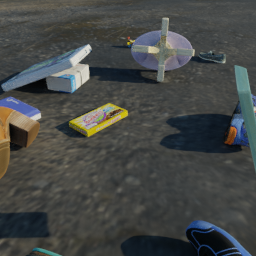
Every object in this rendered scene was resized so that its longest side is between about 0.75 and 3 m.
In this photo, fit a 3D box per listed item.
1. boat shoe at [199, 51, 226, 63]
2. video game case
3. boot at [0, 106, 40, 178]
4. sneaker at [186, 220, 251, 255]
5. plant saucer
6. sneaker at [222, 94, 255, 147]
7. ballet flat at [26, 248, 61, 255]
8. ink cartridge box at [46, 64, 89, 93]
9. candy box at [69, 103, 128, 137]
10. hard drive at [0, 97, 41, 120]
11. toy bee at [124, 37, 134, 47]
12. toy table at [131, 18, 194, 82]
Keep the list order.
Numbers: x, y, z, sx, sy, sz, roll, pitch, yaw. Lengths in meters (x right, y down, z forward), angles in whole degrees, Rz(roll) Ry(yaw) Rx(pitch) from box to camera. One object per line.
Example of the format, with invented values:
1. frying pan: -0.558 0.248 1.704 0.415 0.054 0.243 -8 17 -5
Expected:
1. boat shoe: 4.045 -3.478 13.419 0.505 0.429 1.388 -27 41 -36
2. video game case: -2.968 -2.335 10.601 2.830 0.330 2.573 -16 24 15
3. boot: -3.667 0.140 6.505 2.196 1.085 2.828 20 32 2
4. sneaker: 1.490 2.140 4.218 0.695 0.625 1.783 -17 36 -38
5. plant saucer: 1.758 -0.019 3.981 0.168 1.773 0.620 -12 39 25
6. sneaker: 3.378 -0.172 7.900 0.923 0.887 2.354 24 45 16
7. ballet flat: -0.352 2.361 3.734 2.746 0.934 0.939 0 40 19
8. ink cartridge box: -2.290 -1.973 10.820 1.071 0.619 1.467 11 34 17
9. candy box: -0.873 -0.288 8.503 0.848 0.219 1.659 23 39 36
10. hard drive: -4.098 -0.166 8.206 1.645 0.316 2.493 23 38 32
11. toy bee: 0.099 -4.674 15.289 0.917 0.498 0.600 11 35 17
12. toy table: 1.367 -3.125 11.408 2.568 2.361 1.504 -6 13 8
